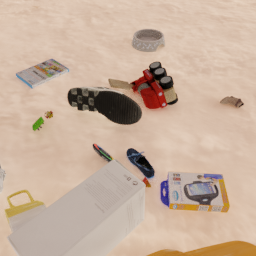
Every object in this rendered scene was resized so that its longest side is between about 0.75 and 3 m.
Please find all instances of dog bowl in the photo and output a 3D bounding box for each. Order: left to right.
[{"bbox_3d":[1.044,-4.501,14.241,1.752,0.514,1.752,0,43,0],"label":"dog bowl"}]

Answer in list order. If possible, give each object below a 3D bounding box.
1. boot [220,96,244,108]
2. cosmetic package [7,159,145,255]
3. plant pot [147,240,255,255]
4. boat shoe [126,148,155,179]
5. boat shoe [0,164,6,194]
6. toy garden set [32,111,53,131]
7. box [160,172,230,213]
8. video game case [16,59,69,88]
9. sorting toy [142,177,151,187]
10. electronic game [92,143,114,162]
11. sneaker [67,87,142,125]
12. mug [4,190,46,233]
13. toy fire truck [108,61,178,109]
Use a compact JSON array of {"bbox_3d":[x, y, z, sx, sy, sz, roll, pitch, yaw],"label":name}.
[{"bbox_3d":[3.982,-0.957,10.632,0.810,0.285,0.592,-24,49,-24],"label":"boot"},{"bbox_3d":[-0.959,2.224,6.285,2.852,1.610,1.157,-31,50,-31],"label":"cosmetic package"},{"bbox_3d":[1.492,3.177,4.788,2.389,2.609,2.609,-9,41,-35],"label":"plant pot"},{"bbox_3d":[0.420,0.959,8.469,0.531,0.433,1.262,-30,51,-28],"label":"boat shoe"},{"bbox_3d":[-3.759,1.342,8.062,0.458,0.481,1.337,-30,40,-15],"label":"boat shoe"},{"bbox_3d":[-2.856,-0.256,9.460,0.841,0.201,1.009,-47,21,-7],"label":"toy garden set"},{"bbox_3d":[1.787,1.735,7.709,1.771,0.367,1.054,4,43,1],"label":"box"},{"bbox_3d":[-3.738,-2.432,12.284,1.883,0.168,1.348,-34,52,-31],"label":"video game case"},{"bbox_3d":[0.401,1.767,7.784,0.307,0.309,0.891,33,47,3],"label":"sorting toy"},{"bbox_3d":[-0.722,0.766,8.441,0.184,0.883,0.883,-49,55,1],"label":"electronic game"},{"bbox_3d":[-0.625,-0.976,9.955,2.955,1.095,1.308,20,25,27],"label":"sneaker"},{"bbox_3d":[-2.458,2.121,6.846,0.892,1.087,0.870,-20,12,-28],"label":"mug"},{"bbox_3d":[0.541,-1.530,10.677,2.161,1.390,1.902,-24,41,2],"label":"toy fire truck"}]
